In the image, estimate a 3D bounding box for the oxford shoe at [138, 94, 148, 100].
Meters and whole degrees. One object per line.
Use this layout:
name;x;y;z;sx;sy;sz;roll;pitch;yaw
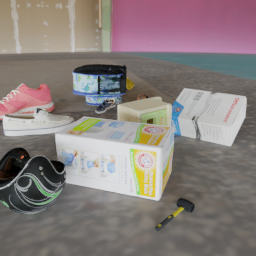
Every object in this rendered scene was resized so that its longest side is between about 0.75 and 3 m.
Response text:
oxford shoe;0.743;-1.530;13.999;0.295;0.289;0.810;15;24;26

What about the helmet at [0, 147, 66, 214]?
helmet;-1.801;1.009;5.312;1.232;1.174;1.232;-20;42;20

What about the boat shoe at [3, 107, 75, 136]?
boat shoe;-3.002;-0.295;9.570;2.379;0.830;0.843;-5;20;-16

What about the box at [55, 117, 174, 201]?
box;-0.241;0.598;6.405;2.384;1.208;1.341;7;21;19

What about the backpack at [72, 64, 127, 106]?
backpack;-1.305;-1.983;12.920;2.448;1.799;2.241;2;18;-2

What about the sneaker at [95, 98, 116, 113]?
sneaker;-0.941;-0.969;11.651;0.985;0.391;0.386;-30;52;-27

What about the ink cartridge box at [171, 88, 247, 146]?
ink cartridge box;2.526;-0.406;9.063;2.117;0.892;1.545;15;49;33

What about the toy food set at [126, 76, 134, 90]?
toy food set;-0.607;-2.655;16.583;1.642;0.912;2.791;21;17;-14

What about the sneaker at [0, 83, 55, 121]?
sneaker;-4.455;-1.119;11.234;2.985;1.294;1.100;-16;23;-39

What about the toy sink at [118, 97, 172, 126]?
toy sink;0.700;-0.208;8.772;1.856;1.210;1.040;-14;24;-38

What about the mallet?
mallet;0.813;1.589;5.192;0.986;0.203;0.325;-19;27;-34
